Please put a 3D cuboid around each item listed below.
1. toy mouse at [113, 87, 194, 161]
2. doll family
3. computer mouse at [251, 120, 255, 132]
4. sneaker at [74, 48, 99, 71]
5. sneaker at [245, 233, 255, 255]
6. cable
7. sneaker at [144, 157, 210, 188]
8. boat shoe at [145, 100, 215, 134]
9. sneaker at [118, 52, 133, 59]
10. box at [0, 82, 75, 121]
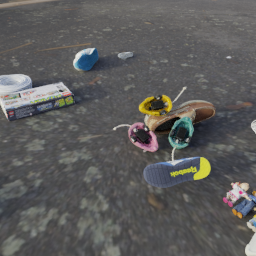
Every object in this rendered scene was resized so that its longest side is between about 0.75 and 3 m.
[{"bbox_3d":[0.987,0.177,8.412,2.649,0.513,2.355,-17,68,-11],"label":"toy mouse"},{"bbox_3d":[2.862,1.791,6.341,0.820,0.595,1.321,-34,41,-15],"label":"doll family"},{"bbox_3d":[4.168,0.168,8.655,0.212,0.531,0.968,27,39,-42],"label":"computer mouse"},{"bbox_3d":[-2.233,-3.387,14.027,0.870,0.824,2.155,-2,28,20],"label":"sneaker"},{"bbox_3d":[3.267,2.769,4.650,1.225,1.060,2.827,-41,49,-11],"label":"sneaker"},{"bbox_3d":[-4.810,-1.706,11.580,1.639,0.567,1.639,-19,39,-29],"label":"cable"},{"bbox_3d":[1.184,1.056,6.771,1.623,0.600,0.667,-10,-2,20],"label":"sneaker"},{"bbox_3d":[1.781,-0.252,9.185,2.385,0.903,0.856,-14,38,-4],"label":"boat shoe"},{"bbox_3d":[-0.176,-3.972,15.289,0.873,0.333,0.351,-12,25,-26],"label":"sneaker"},{"bbox_3d":[-3.473,-1.069,10.716,2.499,0.434,1.375,-18,38,-25],"label":"box"}]
